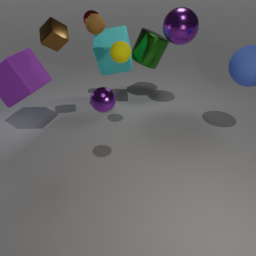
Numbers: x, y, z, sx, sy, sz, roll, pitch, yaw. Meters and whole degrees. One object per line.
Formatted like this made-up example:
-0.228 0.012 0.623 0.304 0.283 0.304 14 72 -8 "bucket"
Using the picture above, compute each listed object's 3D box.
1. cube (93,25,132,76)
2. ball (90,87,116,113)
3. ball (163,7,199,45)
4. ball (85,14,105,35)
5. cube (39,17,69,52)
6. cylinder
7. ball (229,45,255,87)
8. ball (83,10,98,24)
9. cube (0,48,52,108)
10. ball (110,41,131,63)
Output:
-0.631 -3.324 12.077 1.400 1.400 1.400 -8 51 8 "cube"
-0.680 -0.768 7.626 0.700 0.700 0.700 0 29 0 "ball"
2.059 -3.969 10.950 1.400 1.400 1.400 0 29 0 "ball"
-1.167 -3.708 10.014 0.700 0.700 0.700 0 29 0 "ball"
-2.543 -3.201 9.619 0.700 0.700 0.700 17 53 -46 "cube"
0.987 -3.691 13.010 1.400 1.400 1.400 22 25 -11 "cylinder"
4.195 -2.123 9.604 1.400 1.400 1.400 0 29 0 "ball"
-1.469 -4.416 11.379 0.700 0.700 0.700 0 29 0 "ball"
-3.979 -1.838 10.240 1.400 1.400 1.400 -24 19 28 "cube"
-0.243 -2.488 9.180 0.700 0.700 0.700 0 29 0 "ball"
